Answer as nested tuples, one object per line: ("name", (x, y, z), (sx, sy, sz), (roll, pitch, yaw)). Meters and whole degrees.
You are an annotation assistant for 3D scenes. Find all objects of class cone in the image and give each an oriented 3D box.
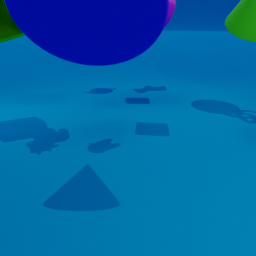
("cone", (-0.300, -1.484, 2.535), (1.284, 1.284, 1.289), (1, 61, 2))
("cone", (3.439, -3.331, 7.053), (1.622, 1.628, 1.622), (-3, 52, 3))

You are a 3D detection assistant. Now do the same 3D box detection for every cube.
("cube", (-2.547, -2.277, 5.424), (1.157, 1.157, 1.157), (-22, 24, -12))

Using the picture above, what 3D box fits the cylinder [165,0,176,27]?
("cylinder", (0.843, -3.404, 8.025), (0.786, 0.786, 0.786), (18, 18, -13))
